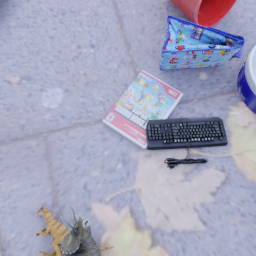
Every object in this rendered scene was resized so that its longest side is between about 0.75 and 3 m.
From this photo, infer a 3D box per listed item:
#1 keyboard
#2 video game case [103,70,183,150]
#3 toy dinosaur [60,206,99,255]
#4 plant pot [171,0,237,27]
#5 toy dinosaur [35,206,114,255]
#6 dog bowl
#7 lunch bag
[{"bbox_3d":[1.708,0.404,8.042,2.359,0.243,1.499,-3,73,-5],"label":"keyboard"},{"bbox_3d":[0.473,-0.607,8.546,1.545,0.189,2.162,33,72,12],"label":"video game case"},{"bbox_3d":[-1.209,3.459,6.459,1.490,1.121,2.913,21,83,13],"label":"toy dinosaur"},{"bbox_3d":[2.319,-4.783,9.193,2.329,2.329,2.061,-38,65,-14],"label":"plant pot"},{"bbox_3d":[-1.580,2.807,6.979,2.210,0.668,1.174,33,71,12],"label":"toy dinosaur"},{"bbox_3d":[4.746,-1.472,8.426,2.615,1.030,2.615,0,68,0],"label":"dog bowl"},{"bbox_3d":[2.168,-2.274,8.207,2.322,1.748,1.092,9,87,4],"label":"lunch bag"}]
